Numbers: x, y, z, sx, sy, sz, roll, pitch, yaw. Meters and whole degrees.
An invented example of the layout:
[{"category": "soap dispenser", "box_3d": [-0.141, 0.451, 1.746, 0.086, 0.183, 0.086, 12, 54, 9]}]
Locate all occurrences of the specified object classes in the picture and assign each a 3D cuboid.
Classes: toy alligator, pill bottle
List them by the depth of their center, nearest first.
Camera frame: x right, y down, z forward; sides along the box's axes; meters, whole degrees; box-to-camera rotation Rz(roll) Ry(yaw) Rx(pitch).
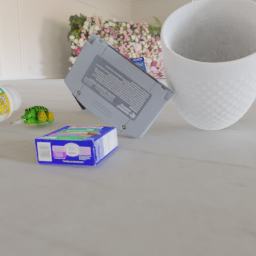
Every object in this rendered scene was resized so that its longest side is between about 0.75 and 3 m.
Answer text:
[{"category": "pill bottle", "box_3d": [-3.234, -0.502, 6.382, 0.897, 0.897, 1.591, 5, 21, 22]}, {"category": "toy alligator", "box_3d": [-2.420, -0.345, 7.158, 0.508, 0.465, 1.713, -14, -1, 18]}]

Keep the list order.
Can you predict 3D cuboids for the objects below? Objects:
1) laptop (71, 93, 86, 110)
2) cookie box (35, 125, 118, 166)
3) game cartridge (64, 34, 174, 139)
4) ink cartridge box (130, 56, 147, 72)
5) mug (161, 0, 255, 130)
[{"category": "laptop", "box_3d": [-1.046, -1.268, 10.214, 1.480, 0.916, 1.580, -10, -32, 10]}, {"category": "cookie box", "box_3d": [-0.828, 0.259, 4.853, 1.021, 0.448, 1.193, 1, 11, 14]}, {"category": "game cartridge", "box_3d": [-0.274, -0.817, 6.085, 2.150, 1.434, 0.435, 38, 17, 4]}, {"category": "ink cartridge box", "box_3d": [0.345, -1.331, 8.515, 0.649, 1.700, 1.160, -9, -32, 6]}, {"category": "mug", "box_3d": [2.010, -1.470, 6.436, 2.114, 2.510, 2.863, 10, 57, 20]}]
